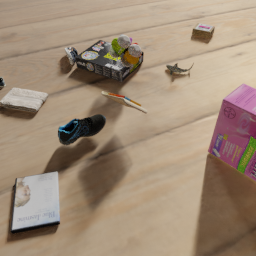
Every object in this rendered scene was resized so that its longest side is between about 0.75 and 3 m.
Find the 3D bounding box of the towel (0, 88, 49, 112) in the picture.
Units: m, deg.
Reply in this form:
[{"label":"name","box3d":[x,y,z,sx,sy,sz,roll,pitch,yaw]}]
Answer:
[{"label":"towel","box3d":[-4.161,-1.154,11.223,1.680,0.290,1.113,9,44,9]}]

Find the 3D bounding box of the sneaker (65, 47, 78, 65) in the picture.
[{"label":"sneaker","box3d":[-2.693,-3.591,13.652,0.564,0.557,1.420,-18,44,-11]}]

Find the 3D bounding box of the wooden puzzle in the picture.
[{"label":"wooden puzzle","box3d":[-0.109,-0.901,9.431,1.207,0.243,1.305,22,2,-45]}]

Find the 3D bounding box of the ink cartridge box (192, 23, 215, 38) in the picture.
[{"label":"ink cartridge box","box3d":[4.264,-5.507,15.840,1.058,0.397,0.871,19,47,21]}]

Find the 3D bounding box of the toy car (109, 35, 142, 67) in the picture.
[{"label":"toy car","box3d":[-0.028,-3.375,11.837,1.373,1.202,1.030,37,58,-12]}]

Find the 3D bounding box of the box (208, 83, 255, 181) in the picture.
[{"label":"box","box3d":[3.904,0.319,8.215,2.504,2.202,1.210,35,53,31]}]

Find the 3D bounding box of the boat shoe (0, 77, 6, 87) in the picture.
[{"label":"boat shoe","box3d":[-5.596,-2.086,12.248,0.316,0.261,0.843,-20,46,-20]}]

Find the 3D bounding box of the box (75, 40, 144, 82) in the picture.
[{"label":"box","box3d":[-0.843,-3.248,13.267,2.570,0.569,2.059,22,47,22]}]

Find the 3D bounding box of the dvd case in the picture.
[{"label":"dvd case","box3d":[-2.585,2.026,7.892,1.249,0.154,1.751,-8,44,-9]}]

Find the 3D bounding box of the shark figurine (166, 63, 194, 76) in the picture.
[{"label":"shark figurine","box3d":[2.362,-2.770,12.817,1.270,0.530,0.759,5,44,8]}]

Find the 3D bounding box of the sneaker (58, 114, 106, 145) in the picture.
[{"label":"sneaker","box3d":[-1.522,-0.038,9.441,1.766,0.723,0.647,-29,59,-20]}]
